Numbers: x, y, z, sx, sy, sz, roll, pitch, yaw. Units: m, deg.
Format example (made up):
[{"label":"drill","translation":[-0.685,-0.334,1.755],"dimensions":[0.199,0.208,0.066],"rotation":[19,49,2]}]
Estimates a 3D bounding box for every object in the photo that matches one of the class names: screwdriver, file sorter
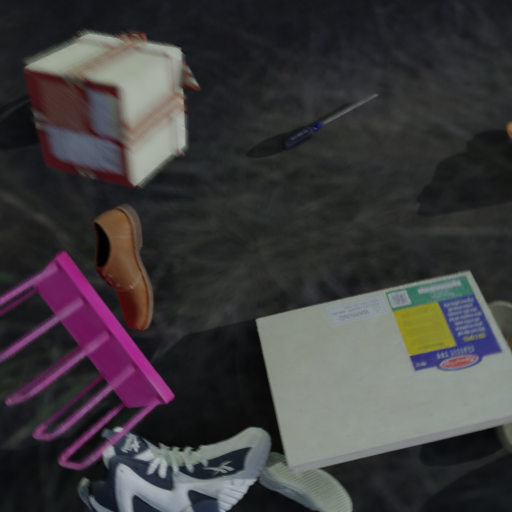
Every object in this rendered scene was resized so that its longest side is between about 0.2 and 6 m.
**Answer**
[{"label":"screwdriver","translation":[1.465,-2.751,11.252],"dimensions":[2.197,0.306,0.320],"rotation":[-33,54,-5]},{"label":"file sorter","translation":[-2.737,1.547,7.842],"dimensions":[1.546,1.713,2.465],"rotation":[-39,97,-34]}]

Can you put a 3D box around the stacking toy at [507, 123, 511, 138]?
[{"label":"stacking toy","translation":[5.681,-2.130,10.988],"dimensions":[1.666,0.914,0.967],"rotation":[40,88,16]}]

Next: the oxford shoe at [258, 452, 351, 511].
[{"label":"oxford shoe","translation":[0.874,4.290,10.381],"dimensions":[1.945,0.731,0.562],"rotation":[29,126,-5]}]

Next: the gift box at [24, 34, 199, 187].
[{"label":"gift box","translation":[-1.961,-2.140,8.339],"dimensions":[1.949,1.798,1.819],"rotation":[18,41,12]}]

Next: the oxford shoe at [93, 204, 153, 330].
[{"label":"oxford shoe","translation":[-2.032,0.273,8.281],"dimensions":[0.703,0.702,1.970],"rotation":[8,115,39]}]

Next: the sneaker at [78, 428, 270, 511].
[{"label":"sneaker","translation":[-1.617,3.696,9.980],"dimensions":[3.439,1.373,2.238],"rotation":[-38,94,6]}]

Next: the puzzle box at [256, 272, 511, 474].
[{"label":"puzzle box","translation":[2.315,1.973,9.960],"dimensions":[4.231,0.538,2.815],"rotation":[-12,54,-1]}]

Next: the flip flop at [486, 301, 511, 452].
[{"label":"flip flop","translation":[4.816,2.247,10.401],"dimensions":[1.158,0.822,2.856],"rotation":[-4,80,-1]}]
